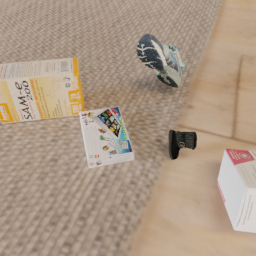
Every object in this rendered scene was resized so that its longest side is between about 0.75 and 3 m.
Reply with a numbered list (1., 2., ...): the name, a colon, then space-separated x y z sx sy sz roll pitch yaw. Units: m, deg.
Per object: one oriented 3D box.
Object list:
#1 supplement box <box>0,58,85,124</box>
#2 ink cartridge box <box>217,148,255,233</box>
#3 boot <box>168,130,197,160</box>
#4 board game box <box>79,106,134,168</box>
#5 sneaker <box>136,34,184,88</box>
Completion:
1. supplement box: -2.514 -1.041 7.933 2.399 1.512 0.882 -7 45 -6
2. ink cartridge box: 3.173 1.257 5.524 2.342 0.993 1.706 7 21 3
3. boot: 1.338 0.451 6.814 0.660 0.883 0.332 7 36 24
4. board game box: -0.618 0.180 7.545 1.176 0.322 1.863 -9 46 -10
5. sneaker: 1.017 -2.110 8.175 0.847 2.184 0.943 20 78 37
